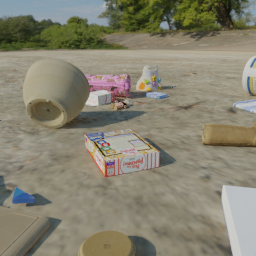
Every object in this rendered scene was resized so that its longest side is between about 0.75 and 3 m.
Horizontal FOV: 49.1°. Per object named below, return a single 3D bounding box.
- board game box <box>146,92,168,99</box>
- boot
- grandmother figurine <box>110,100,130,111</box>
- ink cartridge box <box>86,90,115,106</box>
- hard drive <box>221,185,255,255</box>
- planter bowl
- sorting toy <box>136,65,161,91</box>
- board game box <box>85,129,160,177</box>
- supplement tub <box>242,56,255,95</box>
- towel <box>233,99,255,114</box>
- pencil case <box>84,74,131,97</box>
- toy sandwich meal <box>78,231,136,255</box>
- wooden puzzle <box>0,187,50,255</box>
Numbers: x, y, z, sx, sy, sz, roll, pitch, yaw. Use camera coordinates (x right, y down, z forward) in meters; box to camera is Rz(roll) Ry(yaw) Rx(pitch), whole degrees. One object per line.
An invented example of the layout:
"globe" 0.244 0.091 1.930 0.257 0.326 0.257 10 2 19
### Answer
"board game box" 1.278 -1.448 12.390 0.594 0.144 0.785 -17 25 -40
"boot" 2.858 0.048 7.428 1.706 0.564 1.494 4 19 14
"grandmother figurine" -0.268 -0.886 10.625 0.553 0.276 0.912 43 35 23
"ink cartridge box" -1.197 -1.217 11.310 0.711 0.412 1.221 15 24 36
"hard drive" 2.799 1.466 3.561 2.869 0.364 1.893 4 19 11
"planter bowl" -2.243 -0.848 8.371 2.006 2.006 1.350 2 47 6
"sorting toy" 1.137 -2.491 13.795 1.339 1.206 0.715 -14 23 -33
"board game box" -0.193 0.486 6.394 1.239 0.379 1.635 -7 20 -20
"supplement tub" 6.361 -2.111 11.813 1.774 1.774 2.452 -16 24 -38
"towel" 4.959 -0.731 10.205 1.342 0.217 1.827 -10 22 -25
"pencil case" -1.111 -1.917 12.377 2.566 1.062 1.110 4 46 10
"toy sandwich meal" -0.231 1.579 3.458 0.783 0.268 0.783 -2 16 1
"wooden puzzle" -1.865 1.483 3.814 1.281 0.222 1.899 13 23 22
